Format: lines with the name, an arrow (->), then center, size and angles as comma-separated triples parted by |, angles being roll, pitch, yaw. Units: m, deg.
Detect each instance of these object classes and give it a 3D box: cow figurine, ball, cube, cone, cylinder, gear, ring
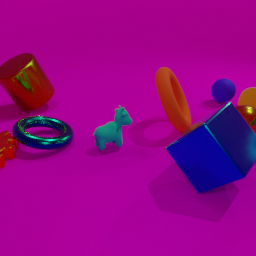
cow figurine -> -0.389, -0.018, 6.913 | 1.005, 0.989, 0.552 | -11, 21, -24
ball -> 3.255, -1.282, 9.567 | 0.817, 0.817, 0.817 | 0, 28, 0
ball -> 3.054, -0.157, 7.395 | 0.904, 0.904, 0.904 | 0, 28, 0
cube -> 1.708, 0.392, 5.519 | 1.153, 1.153, 1.153 | -33, 85, -41
cone -> 3.809, -0.808, 9.137 | 0.920, 0.920, 0.924 | -4, 2, -8
cylinder -> -3.251, -1.453, 8.937 | 1.345, 1.345, 1.345 | -13, 43, 13
gear -> -3.567, 0.548, 6.688 | 1.700, 0.314, 1.700 | 0, 28, 0
ring -> -2.174, 0.096, 7.248 | 1.541, 0.308, 1.541 | 12, 23, -5
ring -> 1.271, -0.791, 7.737 | 0.375, 1.875, 1.875 | -21, 21, 22
